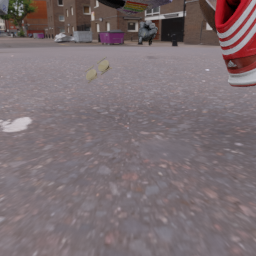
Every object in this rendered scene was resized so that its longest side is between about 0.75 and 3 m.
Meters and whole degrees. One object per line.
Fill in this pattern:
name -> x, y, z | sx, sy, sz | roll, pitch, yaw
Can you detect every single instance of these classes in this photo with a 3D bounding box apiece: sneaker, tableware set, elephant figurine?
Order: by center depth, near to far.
sneaker -> 1.931, -1.529, 3.631 | 2.082, 1.203, 0.816 | -41, 26, -26
elephant figurine -> 0.567, -2.563, 7.708 | 0.615, 0.561, 0.793 | -14, -5, 8
tableware set -> -0.876, -1.682, 8.302 | 0.849, 0.170, 0.561 | -31, 55, 18

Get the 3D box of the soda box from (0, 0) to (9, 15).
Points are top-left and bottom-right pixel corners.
soda box -> -3.658, -2.881, 5.829 | 2.199, 0.698, 0.751 | 6, -4, 11

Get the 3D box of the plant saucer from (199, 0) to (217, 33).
plant saucer -> 2.816, -2.447, 6.501 | 2.946, 0.507, 2.946 | 14, 49, -16

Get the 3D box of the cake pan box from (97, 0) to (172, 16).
cake pan box -> -0.140, -4.286, 8.534 | 2.183, 0.620, 2.371 | 14, 0, -38
